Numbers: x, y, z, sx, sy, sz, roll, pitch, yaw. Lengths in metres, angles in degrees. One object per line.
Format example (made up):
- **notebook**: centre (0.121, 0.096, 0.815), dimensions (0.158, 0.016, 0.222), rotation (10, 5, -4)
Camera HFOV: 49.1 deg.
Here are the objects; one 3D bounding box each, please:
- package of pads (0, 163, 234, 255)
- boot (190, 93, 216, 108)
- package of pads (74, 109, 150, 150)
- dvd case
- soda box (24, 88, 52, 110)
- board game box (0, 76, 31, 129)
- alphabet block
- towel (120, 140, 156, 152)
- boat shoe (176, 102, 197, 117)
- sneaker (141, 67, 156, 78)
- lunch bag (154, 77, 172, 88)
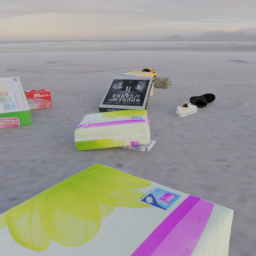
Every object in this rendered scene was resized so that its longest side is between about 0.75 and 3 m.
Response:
- **package of pads**: centre (-0.447, 1.457, 2.955), dimensions (2.214, 0.977, 2.866), rotation (13, 23, 33)
- **boot**: centre (3.113, -1.114, 11.362), dimensions (1.122, 0.422, 0.839), rotation (-12, 12, -1)
- **package of pads**: centre (-0.374, -0.002, 7.529), dimensions (1.889, 0.644, 1.459), rotation (-5, 18, 4)
- **dvd case**: centre (-0.008, -1.373, 11.126), dimensions (1.756, 0.289, 2.337), rotation (4, 40, 12)
- **soda box**: centre (-4.026, -1.075, 10.823), dimensions (2.045, 0.716, 0.648), rotation (-10, 21, -28)
- **board game box**: centre (-4.815, -0.787, 8.993), dimensions (2.900, 0.585, 2.219), rotation (-9, 42, -25)
- **alphabet block**: centre (0.409, -1.983, 12.924), dimensions (1.127, 1.121, 1.148), rotation (15, 25, 32)
- **towel**: centre (0.232, 0.408, 7.387), dimensions (0.895, 0.107, 0.657), rotation (7, 22, 23)
- **boat shoe**: centre (2.172, -0.748, 10.306), dimensions (0.441, 0.434, 1.243), rotation (17, 25, 41)
- **sneaker**: centre (1.063, -3.450, 17.675), dimensions (0.633, 0.814, 1.809), rotation (-18, 26, -42)
- **lunch bag**: centre (1.891, -2.496, 15.230), dimensions (0.832, 0.580, 0.698), rotation (8, 22, 22)
